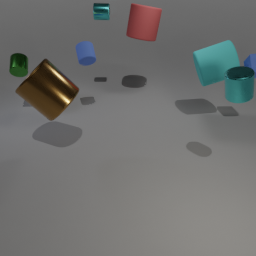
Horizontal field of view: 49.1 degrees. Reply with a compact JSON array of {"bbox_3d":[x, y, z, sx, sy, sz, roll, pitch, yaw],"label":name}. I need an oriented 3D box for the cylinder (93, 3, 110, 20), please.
[{"bbox_3d":[-1.169,-5.185,12.492,0.700,0.700,0.700,1,30,0],"label":"cylinder"}]

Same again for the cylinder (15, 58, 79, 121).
[{"bbox_3d":[-2.488,-1.179,8.732,1.400,1.400,1.400,-40,21,19],"label":"cylinder"}]

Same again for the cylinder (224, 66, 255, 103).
[{"bbox_3d":[2.825,-1.099,7.113,0.700,0.700,0.700,-10,36,8],"label":"cylinder"}]

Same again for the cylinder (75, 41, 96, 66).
[{"bbox_3d":[-1.666,-2.940,11.071,0.700,0.700,0.700,-10,75,-17],"label":"cylinder"}]

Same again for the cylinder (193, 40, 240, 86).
[{"bbox_3d":[3.379,-2.474,10.795,1.400,1.400,1.400,-17,28,11],"label":"cylinder"}]

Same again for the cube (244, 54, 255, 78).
[{"bbox_3d":[4.735,-2.265,10.245,0.700,0.700,0.700,-3,-9,3],"label":"cube"}]

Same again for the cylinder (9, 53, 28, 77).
[{"bbox_3d":[-4.400,-2.533,11.304,0.700,0.700,0.700,-4,65,-8],"label":"cylinder"}]

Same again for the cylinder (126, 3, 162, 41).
[{"bbox_3d":[0.712,-4.776,12.681,1.400,1.400,1.400,9,24,-4],"label":"cylinder"}]
